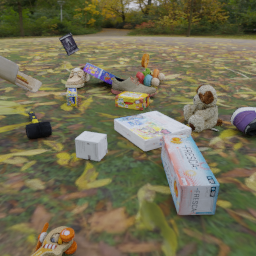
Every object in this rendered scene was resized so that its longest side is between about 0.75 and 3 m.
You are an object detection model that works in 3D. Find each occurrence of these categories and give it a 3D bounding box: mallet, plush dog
[{"bbox_3d":[-3.497,-0.259,10.978,0.895,0.559,2.717,-7,20,-16],"label":"mallet"},{"bbox_3d":[3.011,-0.853,10.827,1.513,1.620,1.886,0,23,1],"label":"plush dog"}]

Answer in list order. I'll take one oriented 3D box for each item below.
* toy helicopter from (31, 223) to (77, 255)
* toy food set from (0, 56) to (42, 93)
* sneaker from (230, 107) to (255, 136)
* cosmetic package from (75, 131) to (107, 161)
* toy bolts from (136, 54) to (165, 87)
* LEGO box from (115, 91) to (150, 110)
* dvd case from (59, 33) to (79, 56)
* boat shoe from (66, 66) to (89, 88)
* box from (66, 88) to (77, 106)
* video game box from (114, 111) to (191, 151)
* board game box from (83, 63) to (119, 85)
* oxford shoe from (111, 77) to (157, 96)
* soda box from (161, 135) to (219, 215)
[{"bbox_3d":[-1.543,2.214,5.183,0.742,0.442,1.122,20,37,36],"label":"toy helicopter"},{"bbox_3d":[-4.007,-1.999,9.092,1.916,0.807,2.671,25,-2,-2],"label":"toy food set"},{"bbox_3d":[5.347,-0.211,10.442,2.791,1.057,1.222,-11,37,-12],"label":"sneaker"},{"bbox_3d":[-1.133,0.560,8.743,0.792,0.653,0.654,7,24,20],"label":"cosmetic package"},{"bbox_3d":[1.405,-3.269,16.687,1.358,1.871,1.959,14,44,17],"label":"toy bolts"},{"bbox_3d":[0.237,-1.312,13.308,1.371,0.529,1.021,10,25,23],"label":"LEGO box"},{"bbox_3d":[-2.805,-3.991,13.382,0.673,0.905,0.072,-38,25,-27],"label":"dvd case"},{"bbox_3d":[-3.086,-3.143,16.992,1.085,1.018,2.944,2,23,5],"label":"boat shoe"},{"bbox_3d":[-2.773,-1.555,13.894,0.476,0.518,1.480,-4,24,-9],"label":"box"},{"bbox_3d":[0.840,0.036,10.186,1.961,0.504,2.153,-10,25,-28],"label":"video game box"},{"bbox_3d":[-1.393,-3.074,16.500,1.660,0.553,2.469,20,9,-36],"label":"board game box"},{"bbox_3d":[0.281,-2.195,14.815,2.610,0.976,0.920,9,25,20],"label":"oxford shoe"},{"bbox_3d":[1.488,1.080,7.292,0.895,0.832,2.616,0,24,-2],"label":"soda box"}]
